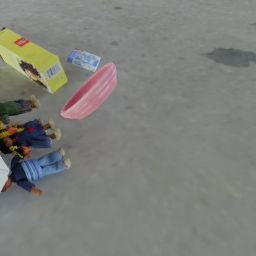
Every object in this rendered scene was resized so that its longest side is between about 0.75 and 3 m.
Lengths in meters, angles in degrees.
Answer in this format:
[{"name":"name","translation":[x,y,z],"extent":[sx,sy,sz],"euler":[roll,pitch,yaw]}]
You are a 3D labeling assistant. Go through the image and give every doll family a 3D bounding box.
[{"name":"doll family","translation":[-2.441,0.306,6.231],"extent":[1.543,1.048,2.670],"euler":[-17,44,-35]}]

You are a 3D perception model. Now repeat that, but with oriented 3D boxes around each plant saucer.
[{"name":"plant saucer","translation":[-0.758,-0.719,5.842],"extent":[1.506,0.382,1.506],"euler":[-39,20,17]}]

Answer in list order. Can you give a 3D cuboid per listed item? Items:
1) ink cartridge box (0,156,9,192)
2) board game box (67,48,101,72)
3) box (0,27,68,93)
[{"name":"ink cartridge box","translation":[-3.289,0.771,5.346],"extent":[1.990,1.446,0.830],"euler":[40,13,36]},{"name":"board game box","translation":[-1.412,-2.226,9.104],"extent":[0.917,0.200,0.921],"euler":[19,33,-8]},{"name":"box","translation":[-3.146,-2.170,8.734],"extent":[2.803,1.055,0.702],"euler":[32,65,30]}]
